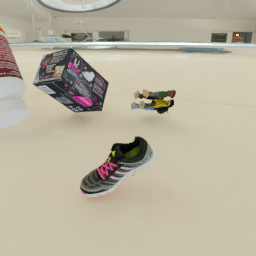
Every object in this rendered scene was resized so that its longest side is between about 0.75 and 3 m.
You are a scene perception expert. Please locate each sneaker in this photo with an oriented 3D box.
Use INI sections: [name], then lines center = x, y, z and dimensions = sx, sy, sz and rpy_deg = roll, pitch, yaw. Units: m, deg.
[sneaker]
center = -0.220, 0.622, 4.921
dimensions = 1.517, 0.663, 0.559
rpy_deg = -28, 41, -7

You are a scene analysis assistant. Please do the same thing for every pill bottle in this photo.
[pill bottle]
center = -3.928, -1.529, 7.929
dimensions = 1.639, 2.901, 1.639
rpy_deg = -24, -7, -3

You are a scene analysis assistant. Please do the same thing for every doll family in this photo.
[doll family]
center = 0.823, -0.792, 8.489
dimensions = 1.111, 0.754, 1.923
rpy_deg = -2, 7, -16

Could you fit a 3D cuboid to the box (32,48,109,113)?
[box]
center = -1.702, -1.394, 8.688
dimensions = 1.279, 1.110, 1.935
rpy_deg = -1, -25, 33
